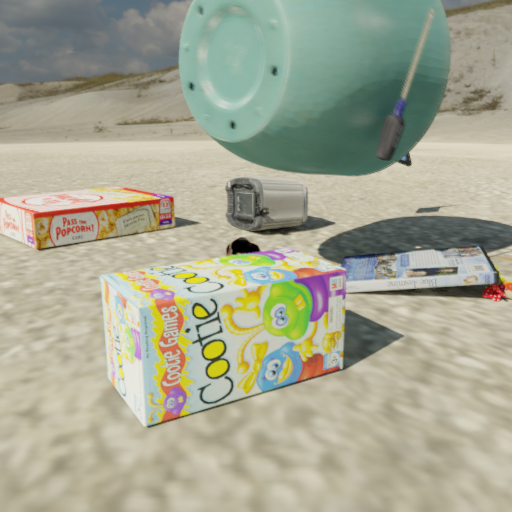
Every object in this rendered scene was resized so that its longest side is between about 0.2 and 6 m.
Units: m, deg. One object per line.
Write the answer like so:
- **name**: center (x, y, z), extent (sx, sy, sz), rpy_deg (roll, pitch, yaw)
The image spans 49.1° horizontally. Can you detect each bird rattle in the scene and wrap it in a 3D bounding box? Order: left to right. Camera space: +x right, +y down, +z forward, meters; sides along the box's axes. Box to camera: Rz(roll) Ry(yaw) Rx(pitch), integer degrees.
- **bird rattle**: center (3.521, 0.433, 7.940), extent (0.569, 0.393, 0.697), rpy_deg (18, 20, 6)

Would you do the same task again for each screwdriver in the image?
- **screwdriver**: center (1.918, -2.097, 7.022), extent (0.272, 1.870, 0.261), rpy_deg (16, 17, -13)

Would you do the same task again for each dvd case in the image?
- **dvd case**: center (2.378, 0.190, 8.518), extent (2.231, 0.196, 1.591), rpy_deg (-5, 12, 16)

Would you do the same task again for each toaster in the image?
- **toaster**: center (0.251, -1.176, 12.360), extent (1.323, 1.164, 2.048), rpy_deg (-5, 9, -27)

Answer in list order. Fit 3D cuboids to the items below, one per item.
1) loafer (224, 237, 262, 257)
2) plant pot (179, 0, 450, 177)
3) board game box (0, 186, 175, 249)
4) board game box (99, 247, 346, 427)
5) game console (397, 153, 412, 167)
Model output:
- **loafer**: center (-0.123, 0.017, 8.800), extent (0.703, 0.684, 1.926), rpy_deg (-2, 15, -9)
- **plant pot**: center (0.558, -2.713, 7.928), extent (2.671, 3.328, 3.328), rpy_deg (-13, 19, -43)
- **board game box**: center (-3.773, -0.920, 12.260), extent (3.182, 0.737, 2.410), rpy_deg (-14, 20, -42)
- **board game box**: center (-0.292, 0.669, 5.465), extent (2.116, 1.110, 1.090), rpy_deg (-9, 17, -29)
- **game console**: center (3.326, -2.721, 12.906), extent (1.104, 0.971, 0.642), rpy_deg (14, -31, -32)
